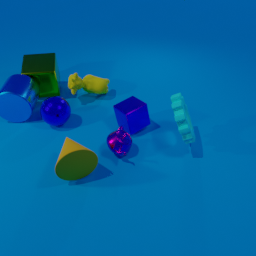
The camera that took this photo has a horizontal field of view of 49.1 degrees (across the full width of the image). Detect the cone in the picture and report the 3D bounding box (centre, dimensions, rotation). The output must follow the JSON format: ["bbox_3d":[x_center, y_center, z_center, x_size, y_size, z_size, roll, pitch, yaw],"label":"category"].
[{"bbox_3d":[-1.388,0.563,6.907,1.034,1.034,1.038,-15,45,-18],"label":"cone"}]

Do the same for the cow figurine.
[{"bbox_3d":[-1.330,-1.463,9.435,1.316,0.722,1.295,12,15,9],"label":"cow figurine"}]

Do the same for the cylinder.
[{"bbox_3d":[-3.430,-0.934,8.730,1.118,1.118,1.118,0,40,0],"label":"cylinder"}]

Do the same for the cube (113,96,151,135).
[{"bbox_3d":[0.116,-0.384,8.225,0.736,0.736,0.736,-29,38,-21],"label":"cube"}]

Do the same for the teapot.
[{"bbox_3d":[-0.191,0.374,7.454,0.716,0.564,1.152,25,37,-25],"label":"teapot"}]

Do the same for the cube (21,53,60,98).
[{"bbox_3d":[-2.975,-1.812,9.686,1.091,1.091,1.091,-6,50,-7],"label":"cube"}]

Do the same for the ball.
[{"bbox_3d":[-2.166,-0.507,8.395,0.900,0.900,0.900,0,39,0],"label":"ball"}]

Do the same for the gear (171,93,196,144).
[{"bbox_3d":[1.466,-0.253,7.406,0.246,1.330,1.330,-17,36,18],"label":"gear"}]
